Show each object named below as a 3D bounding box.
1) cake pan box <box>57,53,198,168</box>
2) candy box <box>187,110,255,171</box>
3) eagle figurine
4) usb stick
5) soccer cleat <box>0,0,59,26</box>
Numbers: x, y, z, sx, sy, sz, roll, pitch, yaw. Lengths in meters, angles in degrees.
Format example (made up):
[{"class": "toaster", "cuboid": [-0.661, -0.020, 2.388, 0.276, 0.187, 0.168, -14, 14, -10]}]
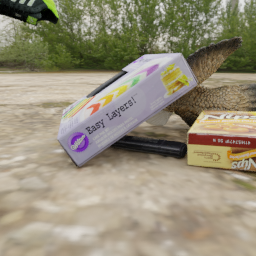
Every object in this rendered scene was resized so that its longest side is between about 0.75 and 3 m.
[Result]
[{"class": "cake pan box", "cuboid": [-0.208, -0.601, 5.988, 2.592, 0.736, 2.815, -33, 17, 0]}, {"class": "candy box", "cuboid": [2.054, 0.142, 5.670, 1.360, 0.651, 2.355, 4, 14, 20]}, {"class": "eagle figurine", "cuboid": [1.807, -1.019, 7.243, 2.181, 2.169, 2.874, -1, 8, -28]}, {"class": "usb stick", "cuboid": [0.385, 0.351, 5.684, 1.629, 0.266, 0.452, 7, 21, 26]}, {"class": "soccer cleat", "cuboid": [-3.179, -3.547, 8.255, 2.485, 1.007, 0.839, -17, -16, -43]}]
